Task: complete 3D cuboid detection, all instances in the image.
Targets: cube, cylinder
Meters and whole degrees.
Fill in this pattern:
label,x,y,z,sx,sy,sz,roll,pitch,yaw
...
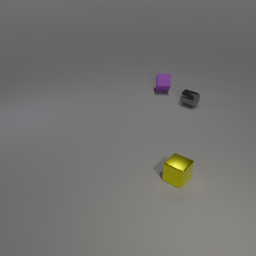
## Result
label,x,y,z,sx,sy,sz,roll,pitch,yaw
cube,1.570,1.337,8.802,0.700,0.700,0.700,22,37,32
cube,1.856,-2.401,14.721,0.700,0.700,0.700,3,-12,1
cylinder,2.981,-1.438,13.435,0.700,0.700,0.700,25,39,34
